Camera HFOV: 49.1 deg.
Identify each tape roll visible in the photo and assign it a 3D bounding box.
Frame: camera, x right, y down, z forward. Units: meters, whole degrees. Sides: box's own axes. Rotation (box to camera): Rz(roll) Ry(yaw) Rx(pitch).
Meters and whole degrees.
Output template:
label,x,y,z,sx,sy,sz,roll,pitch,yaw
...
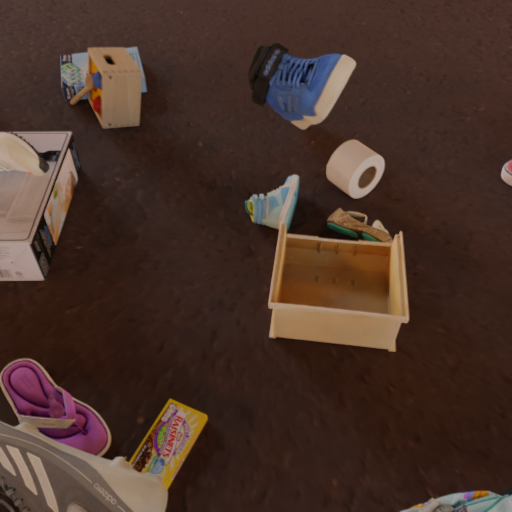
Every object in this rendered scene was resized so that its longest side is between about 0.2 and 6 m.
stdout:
label,x,y,z,sx,sy,sz,roll,pitch,yaw
tape roll,1.984,-1.731,11.199,0.985,0.985,0.677,-29,53,-25

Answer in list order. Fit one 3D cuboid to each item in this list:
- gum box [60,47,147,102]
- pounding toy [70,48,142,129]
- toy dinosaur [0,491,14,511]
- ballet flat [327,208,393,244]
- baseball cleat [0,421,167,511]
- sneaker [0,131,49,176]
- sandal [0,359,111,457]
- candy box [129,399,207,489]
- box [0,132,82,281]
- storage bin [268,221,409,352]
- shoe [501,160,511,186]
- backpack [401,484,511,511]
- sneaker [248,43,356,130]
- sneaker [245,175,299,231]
label,x,y,z,sx,sy,sz,roll,pitch,yaw
gum box,-3.941,-4.700,14.398,2.018,0.450,1.715,-10,47,-10
pounding toy,-3.533,-3.882,13.010,1.220,1.580,1.717,-11,46,-27
toy dinosaur,-4.010,2.716,6.517,1.164,2.218,2.012,-30,43,4
ballet flat,2.018,-0.505,10.319,1.464,0.516,0.478,27,78,21
baseball cleat,-2.640,2.912,6.720,3.014,1.051,1.604,11,54,13
sneaker,-4.887,-1.734,10.116,2.419,0.852,1.131,25,73,15
sandal,-2.929,2.137,7.822,2.101,0.516,0.855,30,55,24
candy box,-1.225,2.589,7.648,0.627,0.162,1.227,20,50,15
box,-4.608,-1.039,10.543,1.887,0.973,3.236,0,46,0
storage bin,1.325,0.407,9.181,2.044,0.958,2.029,5,47,5
shoe,6.299,-2.224,11.552,2.528,1.150,0.903,-15,48,-13
backpack,1.667,3.666,5.180,3.374,2.816,2.136,-19,30,-13
sneaker,0.731,-3.628,11.474,1.821,3.273,1.256,30,90,-9
sneaker,0.310,-1.136,10.925,0.944,0.575,1.446,11,46,8
